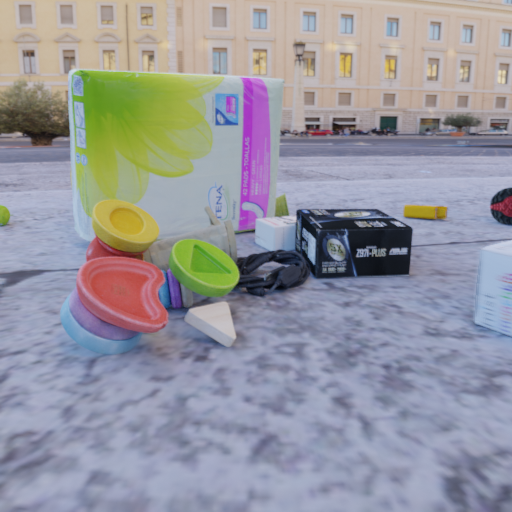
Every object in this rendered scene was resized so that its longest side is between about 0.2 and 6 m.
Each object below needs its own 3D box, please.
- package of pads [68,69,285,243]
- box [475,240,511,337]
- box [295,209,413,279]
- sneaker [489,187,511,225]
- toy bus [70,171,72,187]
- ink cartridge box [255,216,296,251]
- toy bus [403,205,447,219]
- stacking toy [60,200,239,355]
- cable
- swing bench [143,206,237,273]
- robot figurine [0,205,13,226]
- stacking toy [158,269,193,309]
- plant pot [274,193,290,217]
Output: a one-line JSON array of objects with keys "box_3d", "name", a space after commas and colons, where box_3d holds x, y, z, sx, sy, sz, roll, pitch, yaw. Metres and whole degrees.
[{"box_3d": [-1.640, -2.101, 12.066, 4.536, 3.505, 1.547, -7, 21, -30], "name": "package of pads"}, {"box_3d": [4.304, 0.401, 6.973, 2.303, 1.114, 2.032, -11, 17, -32], "name": "box"}, {"box_3d": [1.687, -0.286, 10.207, 1.651, 0.868, 2.017, -1, 14, -5], "name": "box"}, {"box_3d": [7.258, -1.222, 13.311, 1.415, 1.175, 2.962, -10, 18, -39], "name": "sneaker"}, {"box_3d": [-3.658, -1.948, 15.716, 2.529, 1.716, 2.428, -11, 34, -29], "name": "toy bus"}, {"box_3d": [0.742, -0.483, 11.633, 1.294, 0.543, 0.941, -6, 16, -24], "name": "ink cartridge box"}, {"box_3d": [4.379, -1.139, 14.493, 1.040, 0.339, 0.407, 7, 9, 35], "name": "toy bus"}, {"box_3d": [-1.359, 0.492, 7.225, 2.107, 0.983, 2.327, 22, 30, -17], "name": "stacking toy"}, {"box_3d": [0.138, 0.267, 9.178, 1.346, 0.419, 1.650, 3, 18, 30], "name": "cable"}, {"box_3d": [-1.155, -0.092, 8.997, 1.416, 0.924, 1.424, -15, 19, -15], "name": "swing bench"}, {"box_3d": [-6.441, -0.999, 13.687, 0.924, 0.534, 0.810, 4, 15, 14], "name": "robot figurine"}, {"box_3d": [-1.630, 0.521, 7.801, 1.440, 0.615, 0.615, -8, 16, -11], "name": "stacking toy"}, {"box_3d": [0.456, -1.132, 14.019, 0.711, 0.774, 0.774, -12, 14, 4], "name": "plant pot"}]
